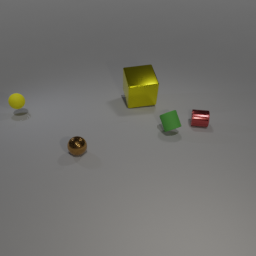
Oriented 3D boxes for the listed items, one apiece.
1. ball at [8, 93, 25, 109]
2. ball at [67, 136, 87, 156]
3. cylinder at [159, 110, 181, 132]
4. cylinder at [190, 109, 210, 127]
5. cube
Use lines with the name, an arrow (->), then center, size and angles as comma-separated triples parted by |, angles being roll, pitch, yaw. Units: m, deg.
ball -> -4.919, -1.182, 12.389 | 0.700, 0.700, 0.700 | 0, 30, 0
ball -> -1.811, 0.638, 9.994 | 0.700, 0.700, 0.700 | 0, 30, 0
cylinder -> 1.691, -0.281, 11.170 | 0.700, 0.700, 0.700 | -19, -2, -1
cylinder -> 3.020, -0.411, 11.768 | 0.700, 0.700, 0.700 | 5, 31, 8
cube -> 0.567, -1.976, 13.298 | 1.400, 1.400, 1.400 | -8, 53, -8
